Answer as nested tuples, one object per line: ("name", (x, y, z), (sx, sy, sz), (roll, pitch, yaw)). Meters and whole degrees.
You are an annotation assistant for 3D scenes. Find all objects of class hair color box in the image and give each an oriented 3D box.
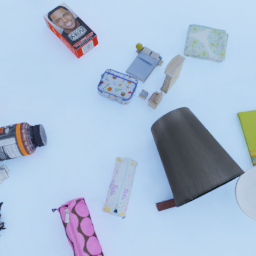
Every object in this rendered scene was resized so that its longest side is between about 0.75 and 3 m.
("hair color box", (-2.403, -4.124, 11.808), (1.150, 0.694, 2.267), (-41, 75, -12))

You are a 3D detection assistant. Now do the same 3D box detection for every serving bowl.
("serving bowl", (4.536, 2.260, 9.596), (1.878, 0.618, 1.878), (0, 78, 1))

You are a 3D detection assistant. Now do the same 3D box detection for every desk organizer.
("desk organizer", (1.355, 2.649, 9.691), (0.778, 0.279, 0.300), (-14, 74, -5))

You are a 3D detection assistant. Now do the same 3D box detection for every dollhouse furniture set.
("dollhouse furniture set", (0.755, -2.264, 10.793), (2.151, 1.404, 2.031), (34, 74, 11))

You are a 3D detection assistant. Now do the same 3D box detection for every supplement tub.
("supplement tub", (-4.113, 0.484, 9.946), (2.288, 1.224, 1.224), (-13, 71, -5))

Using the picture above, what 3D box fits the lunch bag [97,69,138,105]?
("lunch bag", (-0.424, -1.668, 11.039), (1.517, 0.573, 1.215), (23, 71, 7))

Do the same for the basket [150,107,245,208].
("basket", (2.105, 0.847, 9.523), (2.532, 1.910, 2.808), (-22, 69, -11))

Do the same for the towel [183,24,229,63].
("towel", (3.295, -3.558, 11.762), (1.740, 0.419, 1.490), (11, 71, 4))

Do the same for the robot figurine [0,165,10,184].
("robot figurine", (-4.849, 1.697, 9.772), (1.286, 0.726, 1.091), (-15, 32, -5))

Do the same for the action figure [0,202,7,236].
("action figure", (-4.436, 3.074, 9.346), (0.671, 0.576, 1.129), (-6, 80, 12))

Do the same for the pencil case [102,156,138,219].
("pencil case", (-0.258, 1.999, 9.573), (0.841, 0.918, 2.024), (11, 70, 11))

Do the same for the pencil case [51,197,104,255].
("pencil case", (-1.503, 3.496, 8.936), (1.104, 1.140, 2.433), (-23, 73, -10))

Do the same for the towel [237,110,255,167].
("towel", (4.918, 0.503, 10.488), (1.075, 0.225, 2.497), (-7, 71, -6))
